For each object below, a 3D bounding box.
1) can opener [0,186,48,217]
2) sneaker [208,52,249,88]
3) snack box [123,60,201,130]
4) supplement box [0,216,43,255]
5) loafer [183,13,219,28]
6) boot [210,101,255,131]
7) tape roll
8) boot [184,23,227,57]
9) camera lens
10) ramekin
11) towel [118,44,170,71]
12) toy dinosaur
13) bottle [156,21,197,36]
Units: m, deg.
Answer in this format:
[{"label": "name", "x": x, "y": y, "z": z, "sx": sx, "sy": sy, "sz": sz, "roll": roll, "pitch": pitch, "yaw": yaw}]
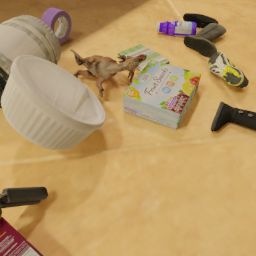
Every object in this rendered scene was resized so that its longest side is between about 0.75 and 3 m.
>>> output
[{"label": "can opener", "x": -2.667, "y": 1.672, "z": 6.209, "sx": 0.552, "sy": 2.096, "sz": 0.697, "roll": -33, "pitch": 71, "yaw": 22}, {"label": "sneaker", "x": 3.737, "y": -2.102, "z": 10.521, "sx": 0.852, "sy": 0.750, "sz": 2.013, "roll": 22, "pitch": 32, "yaw": -37}, {"label": "snack box", "x": 1.186, "y": -1.229, "z": 9.592, "sx": 1.976, "sy": 0.793, "sz": 2.343, "roll": 21, "pitch": 49, "yaw": 17}, {"label": "supplement box", "x": -2.302, "y": 2.674, "z": 5.788, "sx": 1.591, "sy": 0.878, "sz": 0.681, "roll": 29, "pitch": 54, "yaw": 24}, {"label": "loafer", "x": 3.527, "y": -5.201, "z": 13.593, "sx": 1.733, "sy": 0.589, "sz": 0.608, "roll": 21, "pitch": 45, "yaw": 13}, {"label": "boot", "x": 3.549, "y": -0.159, "z": 8.816, "sx": 1.617, "sy": 0.531, "sz": 1.333, "roll": 23, "pitch": 52, "yaw": 14}, {"label": "tape roll", "x": -3.146, "y": -4.482, "z": 12.298, "sx": 0.592, "sy": 1.394, "sz": 1.394, "roll": 23, "pitch": 50, "yaw": 21}, {"label": "boot", "x": 3.680, "y": -3.927, "z": 12.360, "sx": 1.988, "sy": 0.721, "sz": 1.808, "roll": -26, "pitch": 53, "yaw": -31}, {"label": "camera lens", "x": -3.885, "y": -2.238, "z": 9.510, "sx": 2.292, "sy": 2.292, "sz": 2.866, "roll": 15, "pitch": 48, "yaw": 14}, {"label": "ramekin", "x": -2.123, "y": -0.612, "z": 7.849, "sx": 2.863, "sy": 1.333, "sz": 2.863, "roll": 35, "pitch": 20, "yaw": -15}, {"label": "towel", "x": 0.631, "y": -2.858, "z": 11.585, "sx": 1.377, "sy": 0.283, "sz": 1.846, "roll": -28, "pitch": 50, "yaw": -27}, {"label": "toy dinosaur", "x": -0.824, "y": -2.261, "z": 10.354, "sx": 1.983, "sy": 1.256, "sz": 2.926, "roll": -30, "pitch": 43, "yaw": -34}, {"label": "bottle", "x": 2.241, "y": -4.626, "z": 12.990, "sx": 1.810, "sy": 0.591, "sz": 0.756, "roll": 7, "pitch": 42, "yaw": 6}]
